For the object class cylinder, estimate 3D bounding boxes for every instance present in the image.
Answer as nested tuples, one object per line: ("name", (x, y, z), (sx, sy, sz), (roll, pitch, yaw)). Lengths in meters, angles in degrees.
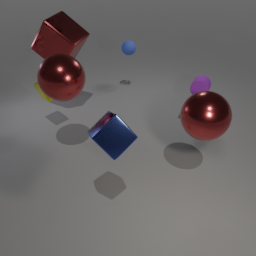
("cylinder", (2.802, -1.602, 10.783), (0.700, 0.700, 0.700), (12, 30, 18))

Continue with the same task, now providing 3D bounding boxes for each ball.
("ball", (2.176, -0.340, 7.860), (1.400, 1.400, 1.400), (0, 32, 0))
("ball", (-1.970, -1.494, 8.335), (1.400, 1.400, 1.400), (0, 32, 0))
("ball", (0.041, -3.861, 13.486), (0.700, 0.700, 0.700), (0, 32, 0))

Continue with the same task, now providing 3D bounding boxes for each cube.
("cube", (-0.350, 0.147, 6.008), (0.700, 0.700, 0.700), (-45, 19, -5))
("cube", (-3.007, -1.500, 10.616), (0.700, 0.700, 0.700), (-40, 35, -23))
("cube", (-2.615, -3.388, 10.900), (1.400, 1.400, 1.400), (38, 40, -9))
